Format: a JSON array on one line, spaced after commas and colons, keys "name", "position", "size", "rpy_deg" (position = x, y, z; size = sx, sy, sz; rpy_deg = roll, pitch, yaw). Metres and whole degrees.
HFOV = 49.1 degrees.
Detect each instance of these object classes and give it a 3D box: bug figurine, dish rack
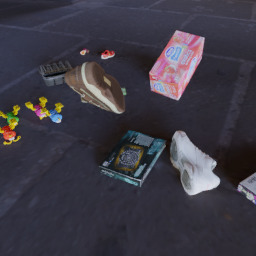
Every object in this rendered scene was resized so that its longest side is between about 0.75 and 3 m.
[{"name": "bug figurine", "position": [-3.503, -0.336, 9.913], "size": [2.383, 0.613, 1.848], "rpy_deg": [-22, 35, -21]}, {"name": "dish rack", "position": [-3.318, -2.684, 13.154], "size": [1.649, 0.587, 2.150], "rpy_deg": [-15, 39, -21]}]

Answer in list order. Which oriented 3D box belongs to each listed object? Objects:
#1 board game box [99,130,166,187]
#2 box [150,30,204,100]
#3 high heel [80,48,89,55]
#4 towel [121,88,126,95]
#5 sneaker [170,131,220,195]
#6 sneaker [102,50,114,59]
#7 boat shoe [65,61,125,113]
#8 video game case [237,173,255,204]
[{"name": "board game box", "position": [0.195, 0.843, 8.568], "size": [1.346, 0.280, 1.989], "rpy_deg": [17, 39, 21]}, {"name": "box", "position": [1.522, -1.971, 8.688], "size": [0.986, 0.910, 1.922], "rpy_deg": [24, 67, 20]}, {"name": "high heel", "position": [-2.519, -4.281, 15.565], "size": [0.371, 0.261, 0.774], "rpy_deg": [26, 38, 17]}, {"name": "towel", "position": [-0.485, -1.584, 12.028], "size": [0.774, 0.119, 0.577], "rpy_deg": [-4, 37, -6]}, {"name": "sneaker", "position": [1.928, 0.946, 8.104], "size": [1.098, 0.861, 2.211], "rpy_deg": [-1, 45, -12]}, {"name": "sneaker", "position": [-1.066, -4.027, 15.134], "size": [0.358, 0.394, 0.929], "rpy_deg": [24, 43, 29]}, {"name": "boat shoe", "position": [-0.923, -1.113, 8.292], "size": [1.011, 2.733, 1.009], "rpy_deg": [-9, 69, 17]}, {"name": "video game case", "position": [4.186, 1.667, 7.385], "size": [1.880, 0.337, 1.704], "rpy_deg": [-23, 42, -28]}]
